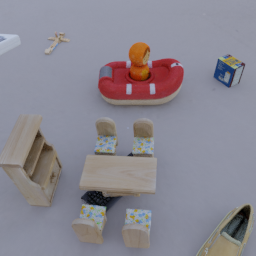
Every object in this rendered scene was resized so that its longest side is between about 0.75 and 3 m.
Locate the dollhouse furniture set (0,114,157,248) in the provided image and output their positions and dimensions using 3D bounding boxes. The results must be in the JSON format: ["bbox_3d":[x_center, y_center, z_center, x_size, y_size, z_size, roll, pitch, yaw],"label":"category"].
[{"bbox_3d":[-0.862,0.821,6.090,2.941,1.914,2.702,2,50,8],"label":"dollhouse furniture set"}]

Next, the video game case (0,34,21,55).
[{"bbox_3d":[-3.128,-1.244,4.675,1.778,0.228,1.956,8,36,15],"label":"video game case"}]

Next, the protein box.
[{"bbox_3d":[3.541,-2.010,9.843,0.536,0.795,0.789,-24,50,-22],"label":"protein box"}]

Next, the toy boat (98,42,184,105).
[{"bbox_3d":[0.406,-1.872,8.985,2.781,1.818,1.815,-1,45,-1],"label":"toy boat"}]

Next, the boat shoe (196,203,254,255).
[{"bbox_3d":[1.887,2.358,5.506,0.803,0.853,2.240,25,50,22],"label":"boat shoe"}]

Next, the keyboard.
[{"bbox_3d":[-0.418,1.194,7.129,1.216,0.197,1.914,32,53,27],"label":"keyboard"}]

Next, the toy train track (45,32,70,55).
[{"bbox_3d":[-3.089,-3.670,11.846,0.995,0.282,1.734,9,47,9],"label":"toy train track"}]
